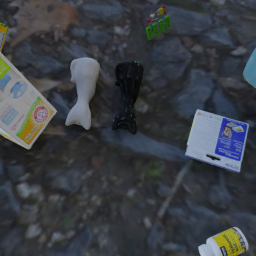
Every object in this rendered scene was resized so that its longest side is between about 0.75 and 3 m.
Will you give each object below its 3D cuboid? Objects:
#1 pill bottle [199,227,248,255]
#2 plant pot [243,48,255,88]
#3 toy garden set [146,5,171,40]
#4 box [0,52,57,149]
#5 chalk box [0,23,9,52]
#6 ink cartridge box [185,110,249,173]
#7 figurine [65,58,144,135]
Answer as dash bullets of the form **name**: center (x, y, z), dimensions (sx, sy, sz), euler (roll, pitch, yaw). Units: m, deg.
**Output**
- **pill bottle**: center (2.115, 2.662, 6.275), dimensions (0.983, 0.547, 0.547), euler (-20, 69, -9)
- **plant pot**: center (4.046, -1.670, 5.940), dimensions (2.567, 1.729, 2.567), euler (5, 33, -3)
- **toy garden set**: center (0.860, -3.180, 8.407), dimensions (0.879, 0.733, 0.175), euler (-35, 47, -15)
- **box**: center (-3.035, -0.698, 6.706), dimensions (1.167, 2.302, 1.295), euler (17, 65, 36)
- **chalk box**: center (-4.694, -2.754, 7.978), dimensions (1.977, 1.224, 1.230), euler (26, 101, 22)
- **ink cartridge box**: center (2.314, 0.342, 7.339), dimensions (1.404, 0.334, 1.421), euler (18, 69, 8)
- **figurine**: center (-0.652, -0.840, 7.706), dimensions (2.046, 0.881, 1.997), euler (5, 72, 1)
